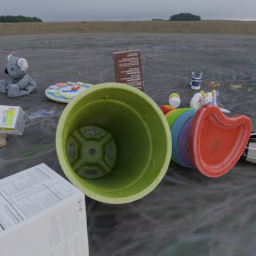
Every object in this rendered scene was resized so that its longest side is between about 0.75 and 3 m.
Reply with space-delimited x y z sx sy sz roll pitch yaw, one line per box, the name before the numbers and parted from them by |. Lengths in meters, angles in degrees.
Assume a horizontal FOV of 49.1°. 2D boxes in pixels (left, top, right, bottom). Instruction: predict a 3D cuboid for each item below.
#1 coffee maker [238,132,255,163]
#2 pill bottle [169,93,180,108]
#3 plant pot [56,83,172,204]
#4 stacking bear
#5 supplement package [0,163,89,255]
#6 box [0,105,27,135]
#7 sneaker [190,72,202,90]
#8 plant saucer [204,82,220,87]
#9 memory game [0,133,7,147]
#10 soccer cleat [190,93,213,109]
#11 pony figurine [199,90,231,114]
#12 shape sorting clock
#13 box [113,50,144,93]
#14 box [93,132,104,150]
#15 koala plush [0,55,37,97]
coffee maker | 3.351 0.538 8.009 1.421 0.957 1.365 9 3 16
pill bottle | 2.038 -1.176 12.264 0.485 0.485 0.873 3 23 6
plant pot | -0.574 0.451 6.280 2.311 2.311 2.194 -11 -7 -23
stacking bear | 1.531 0.110 7.935 1.819 1.703 2.995 13 5 -29
supplement package | -1.786 1.693 4.523 1.810 1.373 1.363 -21 31 -40
box | -4.156 -0.271 9.145 1.369 0.770 0.694 5 -20 3
sneaker | 3.714 -2.703 15.293 0.562 0.870 1.604 4 24 9
plant saucer | 4.702 -2.456 15.679 0.848 0.125 0.848 0 23 0
memory game | -5.219 0.468 8.782 2.715 0.173 2.715 2 23 -1
soccer cleat | 3.002 -1.077 11.793 0.894 0.799 2.306 9 18 33
pony figurine | 3.302 -0.866 10.932 1.148 1.189 0.990 -3 0 -26
shape sorting clock | -2.608 -1.788 13.616 2.720 0.534 2.720 0 24 0
box | 0.070 -1.027 7.984 0.796 2.124 1.064 -5 3 0
box | -0.920 0.379 9.041 0.939 0.204 0.752 -20 31 -39
koala plush | -5.495 -2.681 14.002 1.704 1.854 1.644 -21 30 -40
